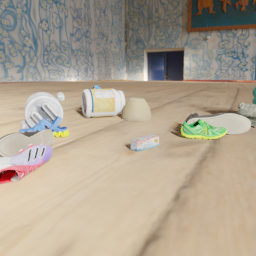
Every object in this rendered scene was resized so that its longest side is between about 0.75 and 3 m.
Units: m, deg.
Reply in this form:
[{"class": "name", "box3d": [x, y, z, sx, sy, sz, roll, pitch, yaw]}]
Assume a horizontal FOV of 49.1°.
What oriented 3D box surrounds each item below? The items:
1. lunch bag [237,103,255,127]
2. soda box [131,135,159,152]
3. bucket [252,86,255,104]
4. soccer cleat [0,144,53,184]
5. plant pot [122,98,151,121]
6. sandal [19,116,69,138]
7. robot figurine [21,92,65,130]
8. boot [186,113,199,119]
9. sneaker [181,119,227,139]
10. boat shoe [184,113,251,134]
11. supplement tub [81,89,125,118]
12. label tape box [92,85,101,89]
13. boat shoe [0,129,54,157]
[{"class": "lunch bag", "box3d": [4.974, -0.536, 11.245, 0.738, 0.888, 1.059, -9, 15, -36]}, {"class": "soda box", "box3d": [0.498, 0.431, 8.142, 0.927, 0.317, 0.295, -11, 16, -41]}, {"class": "bucket", "box3d": [6.383, -1.207, 11.080, 2.434, 2.434, 1.583, -2, 21, -8]}, {"class": "soccer cleat", "box3d": [-2.292, 0.821, 6.033, 0.708, 0.618, 1.852, 37, 25, 24]}, {"class": "plant pot", "box3d": [0.392, -0.892, 12.777, 1.365, 0.917, 1.365, 0, 12, 0]}, {"class": "sandal", "box3d": [-2.797, -0.011, 9.327, 1.620, 0.705, 0.644, -8, 16, -24]}, {"class": "robot figurine", "box3d": [-3.215, -0.648, 10.636, 2.027, 1.350, 2.390, -38, 22, -10]}, {"class": "boot", "box3d": [2.317, -0.274, 10.643, 0.752, 0.262, 0.495, -37, 6, -15]}, {"class": "sneaker", "box3d": [2.520, 0.024, 9.261, 1.514, 0.633, 0.561, 0, 12, 2]}, {"class": "boat shoe", "box3d": [3.118, -0.190, 9.951, 2.294, 0.767, 0.654, -1, 15, 0]}, {"class": "supplement tub", "box3d": [-1.176, -1.176, 13.182, 1.828, 1.322, 1.322, -4, 13, -21]}, {"class": "label tape box", "box3d": [-1.687, -1.600, 14.945, 1.044, 0.458, 1.448, 39, 33, -2]}, {"class": "boat shoe", "box3d": [-2.807, 0.439, 7.480, 0.596, 0.699, 2.091, -9, 4, 22]}]
